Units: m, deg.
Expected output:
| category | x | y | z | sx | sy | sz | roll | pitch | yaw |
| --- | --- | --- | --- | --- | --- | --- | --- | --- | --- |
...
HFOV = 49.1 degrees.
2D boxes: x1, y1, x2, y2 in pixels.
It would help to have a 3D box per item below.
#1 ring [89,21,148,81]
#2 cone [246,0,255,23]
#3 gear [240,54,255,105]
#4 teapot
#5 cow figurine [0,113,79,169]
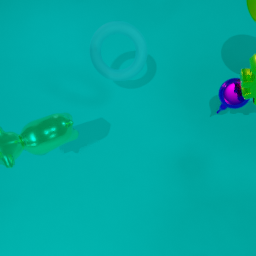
| category | x | y | z | sx | sy | sz | roll | pitch | yaw |
| --- | --- | --- | --- | --- | --- | --- | --- | --- | --- |
| ring | -0.259 | -2.010 | 7.438 | 1.561 | 1.561 | 0.312 | 7 | 25 | 3 |
| cone | 3.439 | -2.643 | 6.015 | 1.658 | 1.664 | 1.658 | 2 | 94 | 23 |
| gear | 2.920 | -0.926 | 5.014 | 1.677 | 1.677 | 0.310 | 3 | 63 | 1 |
| teapot | 2.337 | -0.740 | 6.226 | 0.680 | 0.535 | 1.093 | 38 | 106 | 8 |
| cow figurine | -1.884 | 0.188 | 5.650 | 1.621 | 1.595 | 0.890 | -23 | 88 | 5 |
